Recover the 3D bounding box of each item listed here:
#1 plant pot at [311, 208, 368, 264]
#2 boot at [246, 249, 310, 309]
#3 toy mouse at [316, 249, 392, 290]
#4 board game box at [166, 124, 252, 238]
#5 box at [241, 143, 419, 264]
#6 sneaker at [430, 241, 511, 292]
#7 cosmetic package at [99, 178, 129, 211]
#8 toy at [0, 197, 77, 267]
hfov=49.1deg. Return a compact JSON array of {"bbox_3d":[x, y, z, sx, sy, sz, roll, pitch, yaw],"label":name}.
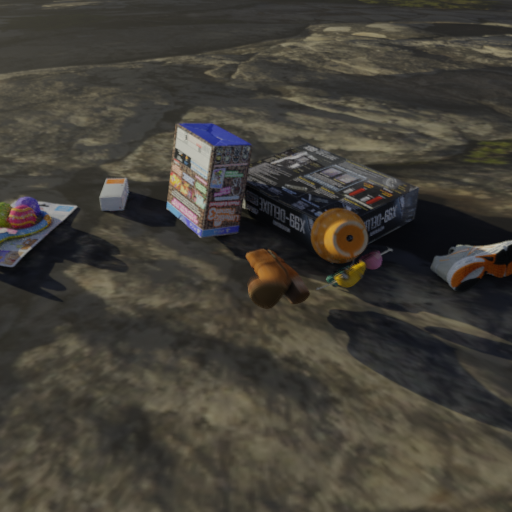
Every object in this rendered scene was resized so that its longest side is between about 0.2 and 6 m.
[{"bbox_3d":[1.695,-0.359,10.853,1.096,1.096,1.004,-4,7,-6],"label":"plant pot"},{"bbox_3d":[0.178,0.306,10.028,1.546,0.593,1.200,0,42,-46],"label":"boot"},{"bbox_3d":[1.897,0.276,10.674,1.542,0.298,1.370,-30,1,10],"label":"toy mouse"},{"bbox_3d":[-1.079,-1.703,12.403,1.001,2.068,1.648,-9,33,-35],"label":"board game box"},{"bbox_3d":[1.453,-1.429,13.178,2.859,0.902,3.626,-26,41,-34],"label":"box"},{"bbox_3d":[4.396,0.012,11.154,2.028,0.768,0.933,-14,31,-23],"label":"sneaker"},{"bbox_3d":[-3.494,-1.525,13.826,0.540,0.380,1.066,-2,34,-4],"label":"cosmetic package"},{"bbox_3d":[-5.404,-0.776,12.395,1.667,0.683,2.895,6,33,8],"label":"toy"}]
